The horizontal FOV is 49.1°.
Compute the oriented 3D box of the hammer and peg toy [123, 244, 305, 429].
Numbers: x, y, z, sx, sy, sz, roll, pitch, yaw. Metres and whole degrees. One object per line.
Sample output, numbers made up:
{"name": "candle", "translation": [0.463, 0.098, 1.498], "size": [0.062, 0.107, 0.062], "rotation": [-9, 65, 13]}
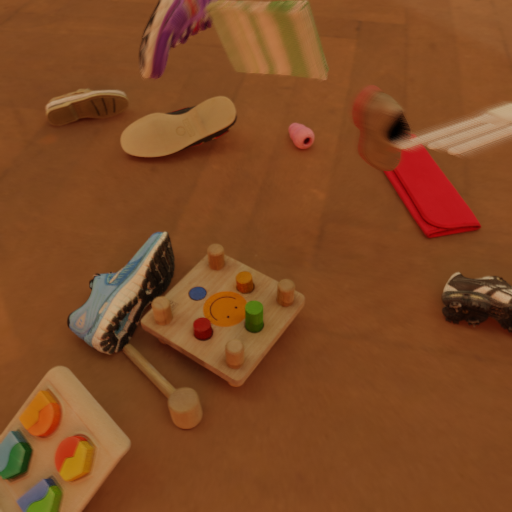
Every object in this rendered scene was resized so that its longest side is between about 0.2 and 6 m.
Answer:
{"name": "hammer and peg toy", "translation": [-0.739, 1.057, 8.315], "size": [1.940, 0.930, 2.638], "rotation": [27, 52, 23]}

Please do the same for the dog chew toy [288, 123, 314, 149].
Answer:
{"name": "dog chew toy", "translation": [0.944, -2.642, 12.164], "size": [0.464, 0.464, 0.745], "rotation": [-17, 42, -15]}

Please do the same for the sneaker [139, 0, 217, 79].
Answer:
{"name": "sneaker", "translation": [-1.110, -3.952, 9.183], "size": [1.027, 0.992, 2.461], "rotation": [30, 87, -20]}

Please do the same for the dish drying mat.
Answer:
{"name": "dish drying mat", "translation": [3.281, -1.490, 11.172], "size": [1.116, 0.264, 2.906], "rotation": [-9, 47, -10]}

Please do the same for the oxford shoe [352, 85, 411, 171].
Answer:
{"name": "oxford shoe", "translation": [2.029, -1.786, 8.711], "size": [0.689, 1.957, 0.732], "rotation": [-49, 60, 0]}

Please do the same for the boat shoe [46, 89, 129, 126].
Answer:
{"name": "boat shoe", "translation": [-3.872, -3.520, 12.795], "size": [1.841, 0.688, 0.630], "rotation": [-12, 54, -10]}

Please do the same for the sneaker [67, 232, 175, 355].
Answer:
{"name": "sneaker", "translation": [-2.154, 0.392, 8.979], "size": [1.067, 0.930, 2.373], "rotation": [16, 49, 19]}

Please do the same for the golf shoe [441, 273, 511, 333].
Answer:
{"name": "golf shoe", "translation": [3.947, 0.704, 8.782], "size": [1.965, 0.764, 0.928], "rotation": [14, 48, 11]}

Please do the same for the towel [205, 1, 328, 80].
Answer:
{"name": "towel", "translation": [0.158, -2.976, 7.765], "size": [1.621, 1.237, 0.190], "rotation": [16, 66, 32]}

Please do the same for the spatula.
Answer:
{"name": "spatula", "translation": [2.874, -1.556, 6.711], "size": [2.146, 0.172, 1.492], "rotation": [-21, 19, -12]}

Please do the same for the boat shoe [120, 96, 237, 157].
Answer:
{"name": "boat shoe", "translation": [-1.627, -2.676, 11.990], "size": [2.519, 0.789, 0.922], "rotation": [-19, 91, -2]}

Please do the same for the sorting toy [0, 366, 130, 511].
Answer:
{"name": "sorting toy", "translation": [-2.600, 2.492, 6.920], "size": [1.628, 0.321, 1.759], "rotation": [37, 86, 30]}
